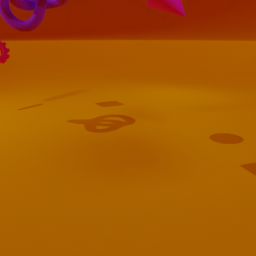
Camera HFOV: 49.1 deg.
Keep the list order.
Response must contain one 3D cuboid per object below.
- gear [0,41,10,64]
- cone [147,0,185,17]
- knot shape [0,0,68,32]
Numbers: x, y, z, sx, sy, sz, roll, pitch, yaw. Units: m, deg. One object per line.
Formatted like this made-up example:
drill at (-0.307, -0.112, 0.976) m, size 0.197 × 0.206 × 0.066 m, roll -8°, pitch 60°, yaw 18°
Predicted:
gear at (-4.815, -2.804, 10.087) m, size 0.195 × 1.052 × 1.052 m, roll -19°, pitch 3°, yaw 40°
cone at (1.033, -2.881, 6.501) m, size 0.852 × 0.849 × 0.849 m, roll 47°, pitch 30°, yaw 3°
knot shape at (-2.611, -3.702, 7.888) m, size 1.850 × 1.977 × 0.914 m, roll -10°, pitch 58°, yaw -31°
